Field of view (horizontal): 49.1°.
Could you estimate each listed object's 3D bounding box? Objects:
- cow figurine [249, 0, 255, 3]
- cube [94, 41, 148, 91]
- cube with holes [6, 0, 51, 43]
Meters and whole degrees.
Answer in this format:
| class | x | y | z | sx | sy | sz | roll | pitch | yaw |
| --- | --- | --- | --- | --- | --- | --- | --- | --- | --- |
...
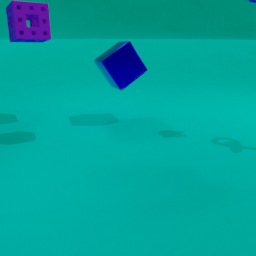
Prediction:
| class | x | y | z | sx | sy | sz | roll | pitch | yaw |
| --- | --- | --- | --- | --- | --- | --- | --- | --- | --- |
| cow figurine | 3.147 | -3.419 | 6.451 | 1.003 | 1.020 | 0.560 | -16 | 9 | 2 |
| cube | -0.238 | -1.909 | 8.545 | 1.041 | 1.041 | 1.041 | -39 | 24 | -7 |
| cube with holes | -2.867 | -3.009 | 8.060 | 0.963 | 0.963 | 0.963 | -10 | 14 | -31 |
